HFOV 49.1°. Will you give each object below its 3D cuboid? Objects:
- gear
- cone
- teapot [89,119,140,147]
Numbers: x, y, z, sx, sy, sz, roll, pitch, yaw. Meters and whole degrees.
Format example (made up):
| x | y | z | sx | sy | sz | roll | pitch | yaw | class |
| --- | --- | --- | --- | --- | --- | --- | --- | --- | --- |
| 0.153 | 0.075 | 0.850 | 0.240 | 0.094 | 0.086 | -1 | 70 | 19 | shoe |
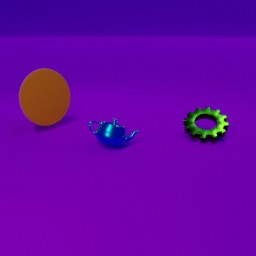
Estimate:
| x | y | z | sx | sy | sz | roll | pitch | yaw | class |
| --- | --- | --- | --- | --- | --- | --- | --- | --- | --- |
| 2.120 | -0.105 | 7.677 | 1.171 | 0.217 | 1.171 | -5 | 47 | 6 | gear |
| -2.946 | -0.977 | 8.613 | 1.654 | 1.648 | 1.648 | 10 | 21 | 41 | cone |
| -0.361 | 0.098 | 7.094 | 1.328 | 0.650 | 0.826 | 15 | 3 | -11 | teapot |
